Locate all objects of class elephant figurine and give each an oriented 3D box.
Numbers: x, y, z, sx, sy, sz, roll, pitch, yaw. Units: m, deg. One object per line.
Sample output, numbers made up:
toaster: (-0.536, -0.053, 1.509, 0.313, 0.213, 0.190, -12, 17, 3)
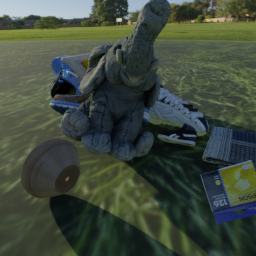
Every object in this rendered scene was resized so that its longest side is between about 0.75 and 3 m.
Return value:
elephant figurine: (-0.045, -0.966, 5.907, 2.296, 2.959, 2.094, 24, 13, 37)

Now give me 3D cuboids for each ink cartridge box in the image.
ink cartridge box: (1.526, 0.936, 4.046, 0.750, 0.759, 0.178, -19, -12, 13)

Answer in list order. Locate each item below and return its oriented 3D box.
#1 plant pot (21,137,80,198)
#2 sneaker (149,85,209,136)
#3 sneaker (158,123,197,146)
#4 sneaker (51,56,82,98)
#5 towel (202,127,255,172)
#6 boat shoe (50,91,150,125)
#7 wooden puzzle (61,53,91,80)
plant pot: (-1.137, 0.724, 4.570, 0.495, 1.071, 1.071, 25, 31, 31)
sneaker: (1.101, -0.458, 7.877, 2.576, 1.044, 0.968, 39, 19, 31)
sneaker: (1.212, 0.109, 6.809, 0.914, 0.511, 0.334, 12, -15, 14)
sneaker: (-1.983, -1.550, 9.247, 1.277, 1.125, 2.864, -4, 41, -38)
towel: (2.562, 0.506, 6.164, 1.646, 0.295, 1.709, 11, 26, 19)
boat shoe: (-0.750, -0.723, 7.781, 2.837, 1.027, 1.025, 8, -16, 10)
wooden puzzle: (-0.373, -1.644, 9.428, 2.962, 0.552, 2.740, 44, 33, 8)
